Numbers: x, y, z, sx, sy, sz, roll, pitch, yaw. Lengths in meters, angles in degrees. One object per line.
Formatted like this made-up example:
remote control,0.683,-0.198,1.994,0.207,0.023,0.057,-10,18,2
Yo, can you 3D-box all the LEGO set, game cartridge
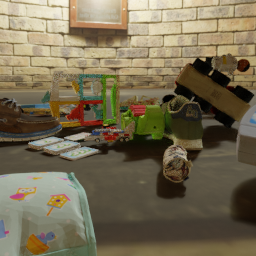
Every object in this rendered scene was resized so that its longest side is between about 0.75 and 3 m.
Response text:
LEGO set,-0.928,0.141,6.480,1.621,0.533,2.170,9,16,40
game cartridge,2.659,0.016,4.390,1.570,0.476,2.354,9,26,37

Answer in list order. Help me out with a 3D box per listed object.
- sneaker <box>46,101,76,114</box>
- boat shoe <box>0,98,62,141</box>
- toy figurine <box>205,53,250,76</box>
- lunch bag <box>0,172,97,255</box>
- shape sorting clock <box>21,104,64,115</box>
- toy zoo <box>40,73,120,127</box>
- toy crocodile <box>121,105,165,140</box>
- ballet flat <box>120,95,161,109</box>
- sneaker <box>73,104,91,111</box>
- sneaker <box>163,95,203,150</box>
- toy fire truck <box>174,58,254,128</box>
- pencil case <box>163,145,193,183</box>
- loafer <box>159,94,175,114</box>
sneaker,-2.841,-1.024,12.489,1.657,0.762,0.627,-6,13,-33
boat shoe,-3.122,-0.227,7.028,2.855,1.033,1.031,-3,10,-19
toy figurine,5.174,-2.491,14.966,2.020,2.859,2.904,6,11,1
lunch bag,-0.821,0.780,2.048,1.068,0.764,1.254,-2,4,-17
shape sorting clock,-3.884,-0.592,10.475,2.927,0.574,2.927,-3,6,0
toy zoo,-1.498,-0.910,9.103,2.584,1.695,0.264,-5,11,-24
toy crocodile,0.339,-0.256,7.599,0.992,0.907,2.939,-1,9,-4
ballet flat,0.581,-1.221,13.658,2.316,0.740,0.876,5,-3,28
sneaker,-2.190,-1.128,12.499,1.163,0.383,0.456,24,8,-21
sneaker,1.299,-0.251,6.920,0.835,1.118,2.491,-1,10,-3
toy fire truck,2.592,-1.095,9.588,2.312,1.690,2.627,32,14,-2
pencil case,0.786,0.541,4.485,0.436,0.379,0.974,-13,7,10
loafer,1.648,-0.687,9.800,1.080,1.000,2.871,-1,10,-3
